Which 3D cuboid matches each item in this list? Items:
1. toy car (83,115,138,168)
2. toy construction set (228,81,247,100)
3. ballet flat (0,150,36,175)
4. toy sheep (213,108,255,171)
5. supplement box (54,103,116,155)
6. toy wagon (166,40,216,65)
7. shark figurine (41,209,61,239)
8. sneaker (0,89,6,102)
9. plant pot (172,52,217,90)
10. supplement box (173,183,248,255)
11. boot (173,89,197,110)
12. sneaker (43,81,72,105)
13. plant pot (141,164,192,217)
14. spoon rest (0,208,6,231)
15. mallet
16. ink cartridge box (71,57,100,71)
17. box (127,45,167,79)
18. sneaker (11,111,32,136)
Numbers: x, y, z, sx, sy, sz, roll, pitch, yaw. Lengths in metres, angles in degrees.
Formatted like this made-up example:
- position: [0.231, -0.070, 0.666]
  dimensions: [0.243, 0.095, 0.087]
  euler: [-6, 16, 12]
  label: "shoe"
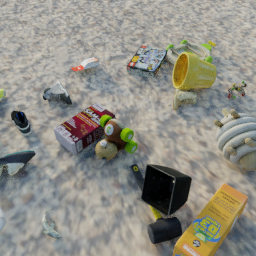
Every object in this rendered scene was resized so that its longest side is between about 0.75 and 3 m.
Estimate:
- position: [-0.726, 0.586, 9.520]
  dimensions: [1.328, 1.275, 1.616]
  euler: [31, 64, 36]
  label: "toy car"
- position: [4.674, -1.704, 12.033]
  dimensions: [0.887, 0.682, 0.740]
  euler: [-35, 55, -29]
  label: "toy construction set"
- position: [-4.099, 1.241, 9.204]
  dimensions: [2.113, 0.772, 0.772]
  euler: [-8, 46, -16]
  label: "ballet flat"
- position: [3.744, 0.288, 9.385]
  dimensions: [1.742, 1.742, 2.527]
  euler: [-6, 56, -6]
  label: "toy sheep"
- position: [-1.556, -0.024, 10.416]
  dimensions: [1.125, 0.629, 2.066]
  euler: [34, 53, 29]
  label: "supplement box"
- position: [3.316, -3.774, 14.184]
  dimensions: [2.660, 0.526, 2.064]
  euler: [-23, 50, -22]
  label: "toy wagon"
- position: [-2.331, 2.753, 7.913]
  dimensions: [0.588, 0.410, 0.983]
  euler: [6, 42, -45]
  label: "shark figurine"
- position: [-5.928, -1.282, 11.647]
  dimensions: [1.677, 0.641, 0.632]
  euler: [-30, 51, -27]
  label: "sneaker"
- position: [2.937, -2.385, 12.200]
  dimensions: [1.496, 1.590, 1.590]
  euler: [7, 44, -14]
  label: "plant pot"
- position: [2.270, 2.694, 7.604]
  dimensions: [0.837, 0.866, 2.516]
  euler: [31, 55, 29]
  label: "supplement box"
- position: [2.375, -1.147, 11.668]
  dimensions: [0.952, 0.446, 1.224]
  euler: [10, 43, 10]
  label: "boot"
- position: [-3.026, -1.293, 11.749]
  dimensions: [0.985, 0.640, 1.706]
  euler: [-25, 40, -16]
  label: "sneaker"
- position: [1.179, 1.689, 8.013]
  dimensions: [1.001, 1.126, 1.129]
  euler: [0, 14, -38]
  label: "plant pot"
- position: [-4.259, 3.048, 7.512]
  dimensions: [2.238, 0.678, 1.112]
  euler: [-35, 53, -13]
  label: "spoon rest"
- position: [0.520, 2.172, 8.398]
  dimensions: [0.911, 0.569, 2.767]
  euler: [-17, 44, -21]
  label: "mallet"
- position: [-2.075, -3.054, 13.362]
  dimensions: [1.236, 0.310, 1.002]
  euler: [-15, 25, -16]
  label: "ink cartridge box"
- position: [0.964, -3.298, 13.780]
  dimensions: [1.431, 0.417, 2.091]
  euler: [15, 47, 14]
  label: "box"
- position: [-4.129, -0.438, 10.689]
  dimensions: [0.533, 0.816, 1.458]
  euler: [-27, 52, -26]
  label: "sneaker"
